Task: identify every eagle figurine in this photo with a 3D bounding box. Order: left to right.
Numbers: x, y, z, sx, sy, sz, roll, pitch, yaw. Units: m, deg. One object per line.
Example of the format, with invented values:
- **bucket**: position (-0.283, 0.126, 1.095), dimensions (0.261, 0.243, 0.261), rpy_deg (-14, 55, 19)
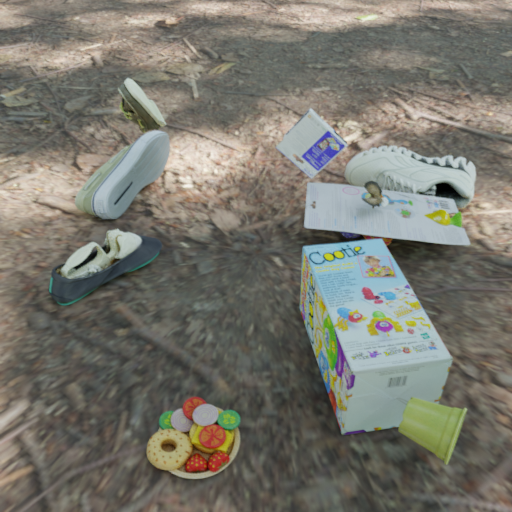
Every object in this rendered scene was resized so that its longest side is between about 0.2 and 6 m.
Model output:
- **eagle figurine**: position (2.091, -1.042, 10.018), dimensions (0.413, 0.547, 0.415), rpy_deg (-37, 65, 5)

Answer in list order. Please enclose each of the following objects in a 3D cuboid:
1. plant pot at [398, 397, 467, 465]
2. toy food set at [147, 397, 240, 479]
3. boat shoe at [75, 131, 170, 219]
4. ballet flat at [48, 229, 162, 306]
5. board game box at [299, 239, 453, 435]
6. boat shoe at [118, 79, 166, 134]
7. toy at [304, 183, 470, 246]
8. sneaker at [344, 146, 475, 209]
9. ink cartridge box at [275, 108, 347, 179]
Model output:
- **plant pot**: position (1.958, 1.898, 6.294), dimensions (0.601, 0.654, 0.654), rpy_deg (20, 42, 26)
- **toy food set**: position (-0.753, 2.287, 7.082), dimensions (1.106, 0.269, 1.095), rpy_deg (10, 39, 13)
- **boat shoe**: position (-2.766, -1.841, 11.845), dimensions (0.883, 1.025, 2.847), rpy_deg (12, 42, 17)
- **ballet flat**: position (-2.543, 0.028, 9.598), dimensions (0.816, 0.816, 2.235), rpy_deg (30, 46, 33)
- **board game box**: position (1.509, 1.029, 7.877), dimensions (1.296, 1.273, 2.472), rpy_deg (-6, 38, -7)
- **boat shoe**: position (-2.091, -2.589, 9.926), dimensions (0.514, 1.720, 0.615), rpy_deg (-27, 83, 4)
- **toy**: position (2.349, -0.615, 10.515), dimensions (2.876, 0.679, 1.656), rpy_deg (4, 35, 5)
- **sneaker**: position (3.173, -1.565, 11.578), dimensions (2.688, 1.010, 1.089), rpy_deg (6, 47, 9)
- **ink cartridge box**: position (0.983, -1.994, 10.038), dimensions (0.924, 0.933, 0.202), rpy_deg (39, 31, -16)
